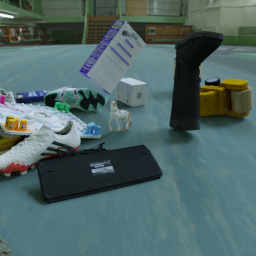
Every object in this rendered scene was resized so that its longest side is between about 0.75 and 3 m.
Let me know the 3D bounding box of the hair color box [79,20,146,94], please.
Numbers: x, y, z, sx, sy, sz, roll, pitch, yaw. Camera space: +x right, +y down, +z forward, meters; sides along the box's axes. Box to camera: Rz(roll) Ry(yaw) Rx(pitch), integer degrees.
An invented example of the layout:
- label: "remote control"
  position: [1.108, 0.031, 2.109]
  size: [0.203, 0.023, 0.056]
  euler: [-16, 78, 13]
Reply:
- label: "hair color box"
  position: [-0.609, -2.892, 11.493]
  size: [1.435, 2.625, 0.851]
  euler: [37, 0, -40]

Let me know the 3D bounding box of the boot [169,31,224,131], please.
- label: "boot"
  position: [2.049, -1.334, 8.769]
  size: [0.956, 2.913, 2.401]
  euler: [5, 6, -9]

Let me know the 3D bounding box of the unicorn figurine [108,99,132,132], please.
- label: "unicorn figurine"
  position: [-0.312, -0.373, 9.175]
  size: [0.523, 0.972, 1.416]
  euler: [-1, -1, 19]

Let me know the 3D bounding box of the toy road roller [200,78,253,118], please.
- label: "toy road roller"
  position: [3.595, -1.073, 11.038]
  size: [1.592, 1.341, 2.181]
  euler: [-28, 28, -30]

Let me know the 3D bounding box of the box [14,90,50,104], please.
- label: "box"
  position: [-4.671, -1.495, 13.484]
  size: [1.894, 0.307, 1.147]
  euler: [-10, 23, -22]

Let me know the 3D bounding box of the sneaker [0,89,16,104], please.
- label: "sneaker"
  position: [-5.725, -1.347, 12.348]
  size: [1.656, 0.825, 0.620]
  euler: [3, 23, 13]

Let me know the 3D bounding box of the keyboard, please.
- label: "keyboard"
  position: [-0.702, 1.029, 6.877]
  size: [2.862, 0.567, 1.490]
  euler: [-7, 45, -21]

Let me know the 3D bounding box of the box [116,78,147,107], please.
- label: "box"
  position: [0.132, -1.686, 12.977]
  size: [0.783, 0.999, 1.606]
  euler: [-11, 23, -26]

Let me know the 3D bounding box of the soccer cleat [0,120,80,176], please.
- label: "soccer cleat"
  position: [-2.369, 0.445, 7.302]
  size: [2.469, 1.051, 0.847]
  euler: [-16, 26, -36]

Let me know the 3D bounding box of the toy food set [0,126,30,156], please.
- label: "toy food set"
  position: [-3.774, 0.178, 8.574]
  size: [2.609, 0.641, 2.635]
  euler: [17, 26, 37]

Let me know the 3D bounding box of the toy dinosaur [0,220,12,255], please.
- label: "toy dinosaur"
  position: [-2.192, 1.916, 4.533]
  size: [0.554, 0.299, 1.258]
  euler: [3, 15, -38]

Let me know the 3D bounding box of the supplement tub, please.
- label: "supplement tub"
  position: [3.142, -2.928, 14.801]
  size: [1.455, 2.015, 1.455]
  euler: [0, 22, 0]

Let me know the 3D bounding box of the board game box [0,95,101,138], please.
- label: "board game box"
  position: [-2.787, -0.429, 9.203]
  size: [2.968, 0.384, 2.968]
  euler: [4, 18, -38]

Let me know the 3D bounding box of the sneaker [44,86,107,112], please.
- label: "sneaker"
  position: [-2.187, -1.430, 12.285]
  size: [2.632, 1.023, 1.841]
  euler: [3, 19, -1]
